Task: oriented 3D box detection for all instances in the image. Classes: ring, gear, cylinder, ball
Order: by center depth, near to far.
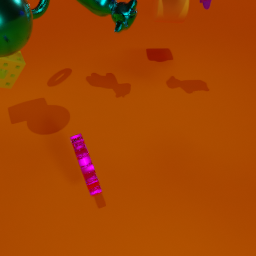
[{"bbox_3d":[-2.384,-1.932,4.928,1.358,1.358,1.358,0,40,0],"label":"ball"},{"bbox_3d":[-0.741,0.659,4.962,0.207,1.117,1.117,-20,44,-11],"label":"gear"},{"bbox_3d":[-2.536,-3.527,7.240,0.275,1.374,1.374,18,43,25],"label":"ring"},{"bbox_3d":[1.500,-4.332,9.986,1.073,1.073,1.073,1,40,-7],"label":"cylinder"}]

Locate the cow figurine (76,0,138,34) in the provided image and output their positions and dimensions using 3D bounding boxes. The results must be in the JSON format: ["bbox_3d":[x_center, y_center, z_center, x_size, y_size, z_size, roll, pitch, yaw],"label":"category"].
[{"bbox_3d":[-0.582,-3.108,6.931,1.691,0.928,1.664,20,22,-36],"label":"cow figurine"}]

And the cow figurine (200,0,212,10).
[{"bbox_3d":[2.393,-3.343,6.465,1.528,0.839,1.503,-5,5,-12],"label":"cow figurine"}]

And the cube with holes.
[{"bbox_3d":[-3.215,-1.632,6.809,0.888,0.888,0.888,2,51,-50],"label":"cube with holes"}]
